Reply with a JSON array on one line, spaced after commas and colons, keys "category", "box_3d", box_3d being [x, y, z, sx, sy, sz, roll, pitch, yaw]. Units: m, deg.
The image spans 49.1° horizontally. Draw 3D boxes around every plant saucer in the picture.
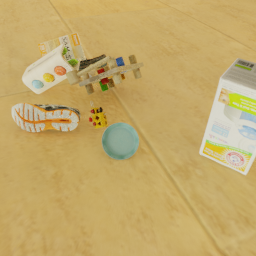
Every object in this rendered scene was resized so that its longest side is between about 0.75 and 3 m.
[{"category": "plant saucer", "box_3d": [-0.214, 0.370, 7.956, 1.055, 1.055, 0.190, 0, 0, 0]}]

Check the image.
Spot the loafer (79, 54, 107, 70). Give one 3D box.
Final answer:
[{"category": "loafer", "box_3d": [-1.676, -2.852, 12.002, 1.578, 0.496, 0.567, -12, 34, -17]}]

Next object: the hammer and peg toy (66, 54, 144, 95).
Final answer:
[{"category": "hammer and peg toy", "box_3d": [-0.721, -1.757, 9.427, 1.836, 0.880, 2.497, -14, 8, 35]}]

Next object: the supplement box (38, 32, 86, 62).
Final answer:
[{"category": "supplement box", "box_3d": [-2.665, -3.102, 11.409, 1.650, 1.040, 0.607, -18, 1, 1]}]

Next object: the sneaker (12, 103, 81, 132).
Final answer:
[{"category": "sneaker", "box_3d": [-2.552, -0.370, 8.849, 2.253, 0.882, 0.870, 9, 21, 6]}]

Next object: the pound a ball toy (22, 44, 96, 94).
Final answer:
[{"category": "pound a ball toy", "box_3d": [-2.445, -1.885, 10.013, 2.259, 1.473, 0.960, -22, 44, 27]}]

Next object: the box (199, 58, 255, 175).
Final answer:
[{"category": "box", "box_3d": [2.961, -0.251, 7.262, 1.429, 2.540, 1.287, 26, 47, 24]}]

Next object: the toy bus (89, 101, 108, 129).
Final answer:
[{"category": "toy bus", "box_3d": [-0.836, -0.357, 8.401, 0.403, 0.781, 0.737, -10, 47, 21]}]
